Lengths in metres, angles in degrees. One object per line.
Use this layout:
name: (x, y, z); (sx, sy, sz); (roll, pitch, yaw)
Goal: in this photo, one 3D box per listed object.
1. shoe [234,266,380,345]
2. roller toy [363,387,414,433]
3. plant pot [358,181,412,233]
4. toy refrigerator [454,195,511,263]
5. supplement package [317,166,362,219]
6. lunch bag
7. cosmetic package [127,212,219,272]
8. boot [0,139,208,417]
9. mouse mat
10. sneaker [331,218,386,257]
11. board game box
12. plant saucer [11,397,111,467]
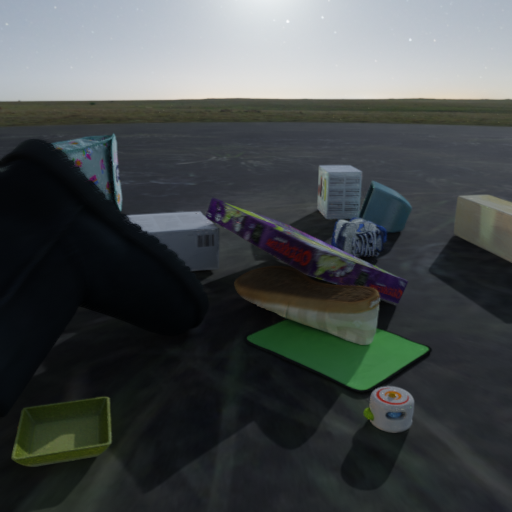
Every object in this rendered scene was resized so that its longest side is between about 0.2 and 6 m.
shoe: (0.642, 0.694, 8.051); (0.885, 0.676, 2.532); (-29, 27, -37)
roller toy: (1.384, 1.547, 5.719); (0.437, 0.335, 0.479); (16, 24, 42)
plant pot: (3.061, -1.078, 13.182); (1.025, 1.004, 1.006); (18, 19, 2)
toy refrigerator: (5.148, -0.589, 11.618); (0.852, 0.924, 2.434); (-3, 17, -10)
supplement package: (2.153, -1.679, 14.624); (0.895, 1.217, 1.164); (-1, 17, -6)
lunch bag: (-4.243, -1.965, 14.173); (1.432, 2.001, 2.349); (8, 22, 26)
cosmetic package: (-2.530, -0.168, 10.266); (3.488, 0.883, 1.440); (-5, 20, -18)
boot: (-2.252, 0.673, 6.385); (1.274, 3.336, 2.803); (-17, 37, 39)
mouse mat: (1.058, 1.167, 7.416); (1.638, 0.077, 2.035); (-16, 25, -42)
sneaker: (2.082, -0.333, 11.103); (0.877, 0.793, 2.059); (13, 22, 25)
board game box: (0.708, -0.161, 9.530); (2.005, 0.539, 3.340); (13, 10, -34)
plant saucer: (-1.836, 1.715, 5.397); (0.856, 0.205, 0.854); (-5, 18, -14)
